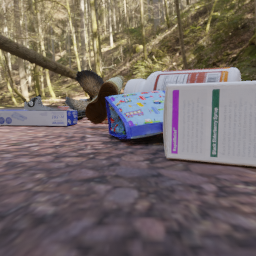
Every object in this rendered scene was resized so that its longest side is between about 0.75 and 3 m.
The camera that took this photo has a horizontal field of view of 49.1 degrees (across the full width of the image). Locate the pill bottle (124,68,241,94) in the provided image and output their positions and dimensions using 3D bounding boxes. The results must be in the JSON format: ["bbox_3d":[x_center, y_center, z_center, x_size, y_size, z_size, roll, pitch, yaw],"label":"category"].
[{"bbox_3d":[1.461,-0.753,7.715,2.991,1.678,1.678,3,6,27],"label":"pill bottle"}]

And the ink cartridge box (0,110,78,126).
[{"bbox_3d":[-3.102,-0.360,9.704,2.449,0.542,1.151,0,4,8],"label":"ink cartridge box"}]

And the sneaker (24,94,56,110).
[{"bbox_3d":[-3.846,-0.970,12.997,2.040,1.178,0.765,-1,5,-8],"label":"sneaker"}]

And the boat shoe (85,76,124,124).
[{"bbox_3d":[-0.652,-0.759,8.118,0.597,0.698,1.904,-49,4,-42],"label":"boat shoe"}]

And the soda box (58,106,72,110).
[{"bbox_3d":[-3.201,-0.971,16.343,1.741,0.595,0.553,-4,6,-36],"label":"soda box"}]

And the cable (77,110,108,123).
[{"bbox_3d":[-1.540,-0.407,11.085,2.980,0.750,1.447,-9,-2,27],"label":"cable"}]

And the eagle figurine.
[{"bbox_3d":[-1.699,-1.294,13.123,1.864,1.874,2.470,-26,-21,4],"label":"eagle figurine"}]

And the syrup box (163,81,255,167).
[{"bbox_3d":[1.836,-0.077,3.593,2.590,1.055,1.020,4,5,27],"label":"syrup box"}]

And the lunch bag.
[{"bbox_3d":[0.474,-0.236,5.901,1.520,0.950,2.019,-8,12,-13],"label":"lunch bag"}]
